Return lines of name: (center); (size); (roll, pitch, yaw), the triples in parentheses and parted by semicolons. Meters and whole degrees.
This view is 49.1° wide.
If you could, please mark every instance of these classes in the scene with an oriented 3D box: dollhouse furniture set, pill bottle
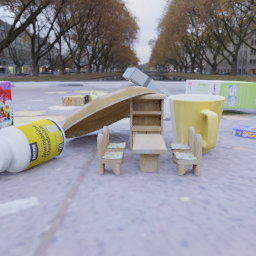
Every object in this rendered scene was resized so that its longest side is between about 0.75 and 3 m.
dollhouse furniture set: (0.461, 0.034, 6.444); (2.047, 1.450, 2.228); (0, 12, 2)
pill bottle: (-2.218, 0.384, 6.006); (0.953, 0.953, 1.702); (6, 14, 26)

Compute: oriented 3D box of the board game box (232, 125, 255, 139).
board game box: (3.949, 0.144, 8.818); (1.068, 0.239, 0.718); (11, 16, 41)

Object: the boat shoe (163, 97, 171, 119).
boat shoe: (0.676, -0.921, 12.144); (2.990, 1.072, 1.013); (-3, 11, 23)

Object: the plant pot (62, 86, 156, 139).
plant pot: (-0.591, -0.470, 7.949); (2.912, 0.400, 2.912); (-25, -6, -3)

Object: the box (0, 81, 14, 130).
box: (-3.189, 0.080, 5.330); (0.522, 1.827, 2.671); (3, 12, 13)

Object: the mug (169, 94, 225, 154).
mug: (1.644, -0.071, 7.041); (1.371, 1.406, 1.712); (7, 15, 24)

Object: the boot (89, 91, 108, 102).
boot: (-1.180, -1.562, 15.312); (1.881, 0.881, 2.420); (1, 9, -6)

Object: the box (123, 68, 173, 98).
box: (1.239, -1.981, 14.254); (2.994, 0.616, 2.334); (34, 5, -14)

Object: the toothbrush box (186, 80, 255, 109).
toothbrush box: (4.458, -1.606, 13.227); (2.862, 1.232, 2.084); (-1, 11, -14)

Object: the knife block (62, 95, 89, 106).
knife block: (-2.893, -1.636, 16.462); (1.679, 0.537, 1.474); (0, 11, 0)
